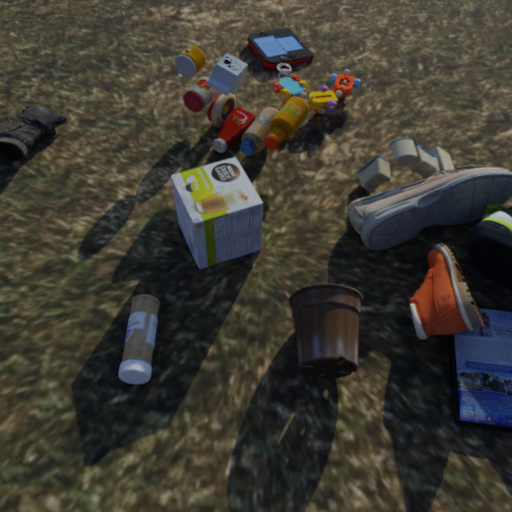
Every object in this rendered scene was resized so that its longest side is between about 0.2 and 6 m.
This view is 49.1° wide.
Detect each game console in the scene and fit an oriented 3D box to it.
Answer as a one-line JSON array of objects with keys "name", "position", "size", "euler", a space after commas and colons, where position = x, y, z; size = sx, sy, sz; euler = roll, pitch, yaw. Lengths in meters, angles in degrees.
[{"name": "game console", "position": [0.586, -5.270, 14.121], "size": [1.309, 0.230, 1.480], "euler": [-19, 55, -14]}]

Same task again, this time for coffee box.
[{"name": "coffee box", "position": [-0.671, -0.754, 9.881], "size": [1.246, 1.260, 1.258], "euler": [-18, 54, -14]}]

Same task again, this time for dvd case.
[{"name": "dvd case", "position": [3.747, 1.694, 8.642], "size": [1.490, 0.183, 2.088], "euler": [6, 52, 6]}]

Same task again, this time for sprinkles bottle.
[{"name": "sprinkles bottle", "position": [-1.813, 1.290, 8.775], "size": [0.473, 0.473, 1.385], "euler": [0, 51, 0]}]

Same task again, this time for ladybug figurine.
[{"name": "ladybug figurine", "position": [-0.776, -3.193, 12.217], "size": [0.345, 0.651, 0.960], "euler": [17, 51, 23]}]

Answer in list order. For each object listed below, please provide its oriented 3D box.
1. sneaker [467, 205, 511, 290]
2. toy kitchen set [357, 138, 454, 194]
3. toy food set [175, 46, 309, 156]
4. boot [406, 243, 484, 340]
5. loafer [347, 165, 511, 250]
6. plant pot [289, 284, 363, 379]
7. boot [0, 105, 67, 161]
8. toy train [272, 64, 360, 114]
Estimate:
[{"name": "sneaker", "position": [5.267, 0.197, 9.102], "size": [1.516, 1.313, 3.661], "euler": [-36, 60, -25]}, {"name": "toy kitchen set", "position": [2.974, -1.686, 11.149], "size": [1.540, 1.234, 0.907], "euler": [24, 46, -28]}, {"name": "toy food set", "position": [-0.566, -3.009, 11.496], "size": [2.940, 1.404, 1.323], "euler": [30, 57, 4]}, {"name": "boot", "position": [2.917, 0.549, 9.194], "size": [1.075, 0.752, 2.004], "euler": [-25, 27, 22]}, {"name": "loafer", "position": [3.226, -1.105, 10.321], "size": [3.194, 1.148, 1.004], "euler": [-19, 47, -11]}, {"name": "plant pot", "position": [1.065, 1.189, 8.516], "size": [1.158, 1.158, 1.147], "euler": [2, 59, 2]}, {"name": "boot", "position": [-5.194, -2.732, 11.959], "size": [1.833, 0.635, 1.596], "euler": [16, 48, 8]}, {"name": "toy train", "position": [1.335, -3.754, 12.764], "size": [1.935, 0.538, 1.453], "euler": [12, 51, 5]}]
